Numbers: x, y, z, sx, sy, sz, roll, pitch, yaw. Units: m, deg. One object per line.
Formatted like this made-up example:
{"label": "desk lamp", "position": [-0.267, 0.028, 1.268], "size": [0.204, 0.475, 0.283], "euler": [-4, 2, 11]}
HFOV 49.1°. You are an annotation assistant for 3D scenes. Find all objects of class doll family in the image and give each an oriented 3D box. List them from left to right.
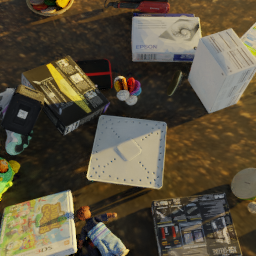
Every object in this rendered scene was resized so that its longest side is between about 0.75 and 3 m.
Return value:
{"label": "doll family", "position": [-1.394, 3.381, 7.338], "size": [2.953, 1.159, 1.707], "euler": [-35, 63, -23]}

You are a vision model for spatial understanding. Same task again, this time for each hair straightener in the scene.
{"label": "hair straightener", "position": [0.381, -5.592, 12.478], "size": [2.908, 0.595, 1.119], "euler": [0, 53, 6]}

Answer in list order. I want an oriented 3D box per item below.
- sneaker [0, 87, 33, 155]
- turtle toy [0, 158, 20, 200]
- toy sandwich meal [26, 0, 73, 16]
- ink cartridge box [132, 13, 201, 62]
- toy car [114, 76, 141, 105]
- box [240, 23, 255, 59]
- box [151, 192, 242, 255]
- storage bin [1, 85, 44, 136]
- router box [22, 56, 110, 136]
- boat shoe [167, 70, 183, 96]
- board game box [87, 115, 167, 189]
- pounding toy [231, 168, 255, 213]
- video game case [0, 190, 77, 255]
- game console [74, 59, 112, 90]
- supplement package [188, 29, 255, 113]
{"label": "sneaker", "position": [-4.032, -0.335, 9.228], "size": [1.829, 1.016, 2.615], "euler": [9, 49, -3]}
{"label": "turtle toy", "position": [-4.396, 1.334, 8.402], "size": [2.039, 1.030, 1.486], "euler": [18, 63, 10]}
{"label": "toy sandwich meal", "position": [-3.450, -5.957, 12.386], "size": [2.296, 0.786, 2.296], "euler": [1, 63, -2]}
{"label": "ink cartridge box", "position": [1.552, -3.939, 11.485], "size": [2.791, 0.568, 2.796], "euler": [0, 62, 0]}
{"label": "toy car", "position": [0.049, -1.402, 9.849], "size": [0.792, 1.056, 0.924], "euler": [-32, 55, 27]}
{"label": "box", "position": [4.792, -3.007, 10.716], "size": [1.144, 1.031, 2.033], "euler": [39, 69, 18]}
{"label": "box", "position": [1.855, 2.816, 7.888], "size": [2.170, 0.540, 1.711], "euler": [-6, 62, -3]}
{"label": "storage bin", "position": [-2.972, -0.488, 7.944], "size": [0.830, 1.228, 0.576], "euler": [22, 24, -23]}
{"label": "router box", "position": [-2.091, -1.165, 9.437], "size": [1.875, 0.623, 2.385], "euler": [-33, 76, -34]}
{"label": "boat shoe", "position": [1.782, -1.617, 10.347], "size": [0.378, 0.347, 1.057], "euler": [8, 72, 52]}
{"label": "board game box", "position": [0.025, 0.749, 9.134], "size": [2.317, 0.300, 2.317], "euler": [7, 63, 4]}
{"label": "pounding toy", "position": [3.775, 1.875, 8.304], "size": [1.058, 0.636, 1.370], "euler": [-41, 27, 12]}
{"label": "video game case", "position": [-2.440, 2.671, 7.507], "size": [1.985, 0.240, 2.180], "euler": [-14, 29, -8]}
{"label": "game console", "position": [-1.402, -2.016, 10.685], "size": [1.537, 0.239, 1.360], "euler": [-5, 68, -2]}
{"label": "supplement package", "position": [3.088, -1.864, 9.475], "size": [1.190, 2.146, 1.671], "euler": [-20, 64, -10]}
